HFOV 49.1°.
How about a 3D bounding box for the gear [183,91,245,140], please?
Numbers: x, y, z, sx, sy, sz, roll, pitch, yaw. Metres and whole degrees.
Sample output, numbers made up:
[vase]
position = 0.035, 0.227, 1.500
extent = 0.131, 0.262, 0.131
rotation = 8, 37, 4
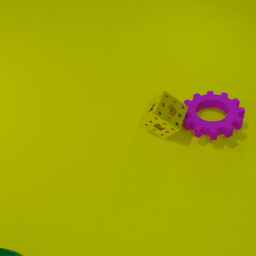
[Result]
[gear]
position = 2.382, -0.400, 7.974
extent = 1.718, 0.318, 1.718
rotation = -6, 45, 6

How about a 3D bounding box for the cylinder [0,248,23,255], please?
[cylinder]
position = -2.729, 3.111, 5.840
extent = 0.908, 0.908, 0.908
rotation = 5, 47, 3

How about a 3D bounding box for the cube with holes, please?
[cube with holes]
position = 0.992, -0.348, 7.732
extent = 0.814, 0.814, 0.814
rotation = 32, 62, -13
